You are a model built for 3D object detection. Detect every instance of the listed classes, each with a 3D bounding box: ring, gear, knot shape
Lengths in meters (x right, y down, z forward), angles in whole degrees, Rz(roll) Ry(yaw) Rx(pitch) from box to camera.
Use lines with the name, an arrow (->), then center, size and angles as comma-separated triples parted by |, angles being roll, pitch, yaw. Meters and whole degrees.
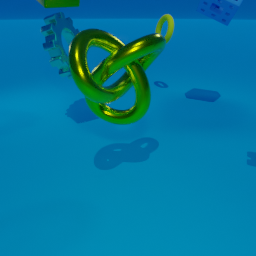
ring -> 1.391, -3.759, 10.747 | 0.231, 1.153, 1.153 | 3, 20, -25
gear -> -1.789, -2.351, 8.089 | 0.337, 1.821, 1.821 | -10, 20, 19
knot shape -> -0.175, -0.837, 5.089 | 1.921, 1.797, 0.887 | -16, 40, -28

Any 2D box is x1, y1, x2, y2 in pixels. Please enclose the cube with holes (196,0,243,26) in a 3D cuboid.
cube with holes -> 2.851, -3.952, 8.257 | 1.082, 1.082, 1.082 | 29, -5, 6

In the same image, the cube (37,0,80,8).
cube -> -1.542, -3.112, 5.921 | 0.822, 0.822, 0.822 | -19, 51, -33
